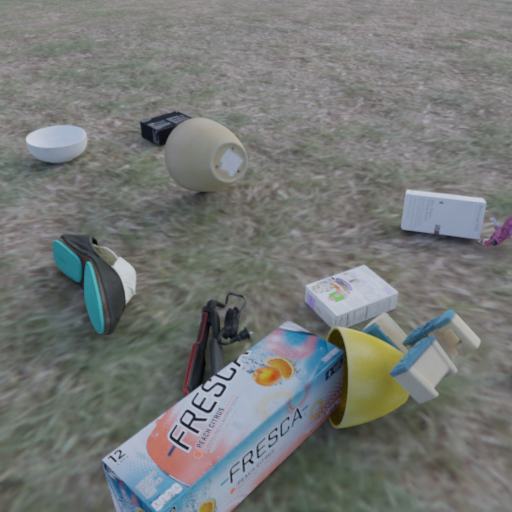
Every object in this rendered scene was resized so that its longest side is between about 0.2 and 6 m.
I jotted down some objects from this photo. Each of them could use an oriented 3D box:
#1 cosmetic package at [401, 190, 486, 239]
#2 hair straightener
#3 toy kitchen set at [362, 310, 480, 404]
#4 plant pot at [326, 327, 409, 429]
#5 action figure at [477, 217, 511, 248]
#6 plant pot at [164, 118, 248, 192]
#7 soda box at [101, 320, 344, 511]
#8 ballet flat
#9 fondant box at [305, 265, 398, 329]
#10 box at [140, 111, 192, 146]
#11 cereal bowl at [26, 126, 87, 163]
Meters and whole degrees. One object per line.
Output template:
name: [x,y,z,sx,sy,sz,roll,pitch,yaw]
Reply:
cosmetic package: [3.386,-0.761,10.188,1.381,0.702,0.511,7,18,14]
hair straightener: [-0.418,1.167,7.652,0.839,0.446,2.181,-12,26,11]
toy kitchen set: [1.682,1.172,6.616,1.184,1.477,0.870,-36,80,-32]
plant pot: [1.332,1.446,6.670,0.833,1.173,1.173,3,34,-7]
action figure: [4.306,-0.342,9.821,0.831,0.557,0.619,-35,59,-21]
plant pot: [-0.815,-1.888,10.836,1.508,1.508,1.610,-16,20,-22]
soda box: [-0.219,1.886,6.096,0.892,0.959,2.806,26,42,35]
ballet flat: [-2.388,0.280,8.649,0.869,0.863,2.540,-9,34,-32]
fondant box: [1.442,0.626,8.544,1.149,0.335,0.829,-16,37,-24]
box: [-2.212,-3.220,14.100,1.148,0.453,0.810,-27,46,-33]
cereal bowl: [-4.586,-2.526,12.984,1.339,0.558,1.339,0,34,0]
